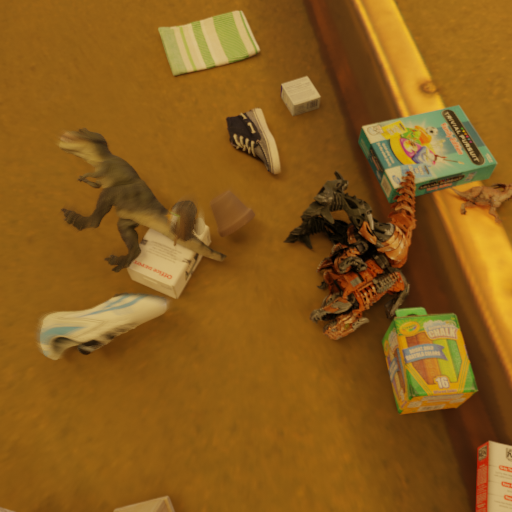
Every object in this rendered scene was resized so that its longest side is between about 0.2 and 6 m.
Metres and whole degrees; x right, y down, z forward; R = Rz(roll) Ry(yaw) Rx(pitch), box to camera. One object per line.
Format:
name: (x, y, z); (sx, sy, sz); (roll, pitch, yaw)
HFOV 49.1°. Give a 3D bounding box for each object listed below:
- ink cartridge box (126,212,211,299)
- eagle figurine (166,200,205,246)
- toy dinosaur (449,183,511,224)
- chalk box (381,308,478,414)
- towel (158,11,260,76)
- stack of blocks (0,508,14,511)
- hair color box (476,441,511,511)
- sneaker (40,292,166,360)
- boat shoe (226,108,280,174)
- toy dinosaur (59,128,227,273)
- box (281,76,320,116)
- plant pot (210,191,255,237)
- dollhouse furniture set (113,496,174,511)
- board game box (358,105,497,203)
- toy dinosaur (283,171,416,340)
ink cartridge box: (-1.487, -0.041, 9.615); (0.934, 0.539, 1.283); (22, 63, 12)
eagle figurine: (-1.074, -0.501, 8.271); (0.551, 0.726, 0.548); (-34, 101, 3)
toy dinosaur: (4.219, -1.120, 10.298); (1.241, 0.532, 0.841); (14, 51, 24)
chalk box: (2.539, 1.466, 8.495); (0.974, 0.969, 1.565); (-5, 60, -3)
towel: (-1.062, -4.812, 12.571); (2.007, 0.235, 1.531); (-15, 62, -9)
stack of blocks: (-3.276, 3.651, 6.614); (0.593, 2.024, 1.166); (30, 63, 16)
hair color box: (3.472, 3.470, 7.602); (0.834, 0.503, 1.643); (12, 61, 7)
sneaker: (-2.296, 1.070, 8.511); (2.090, 0.751, 0.757); (-16, 66, 12)
boat shoe: (-0.084, -2.150, 10.852); (0.781, 0.629, 1.684); (-15, 52, -5)
toy dinosaur: (-2.123, -0.676, 9.076); (3.396, 0.806, 1.496); (43, 64, -6)
box: (0.911, -3.316, 11.633); (0.608, 0.347, 0.661); (-20, 62, -10)
plant pot: (-0.466, -0.773, 9.680); (0.713, 0.713, 0.622); (-35, 103, -19)
dollhouse furniture set: (-1.640, 4.396, 7.134); (1.772, 1.225, 1.877); (-19, 92, 13)
board game box: (3.257, -1.996, 10.786); (2.092, 0.491, 1.579); (-15, 61, -8)
toy dinosaur: (1.744, -0.170, 9.441); (2.192, 1.650, 3.230); (36, 46, 3)
